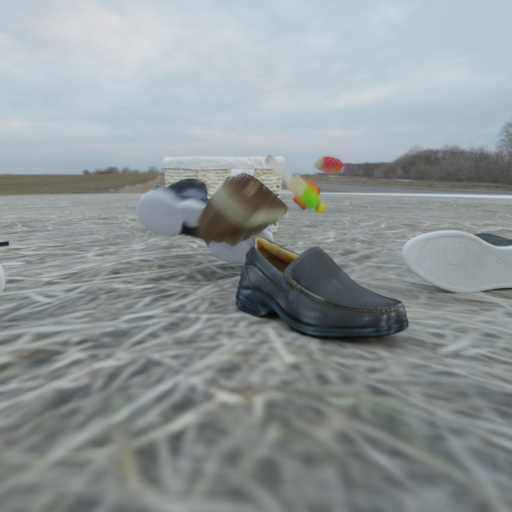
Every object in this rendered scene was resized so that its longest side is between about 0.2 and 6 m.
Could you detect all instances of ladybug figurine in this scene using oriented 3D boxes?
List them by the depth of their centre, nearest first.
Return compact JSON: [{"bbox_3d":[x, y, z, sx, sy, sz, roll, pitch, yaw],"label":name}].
[{"bbox_3d":[1.477,-1.842,11.246,0.610,0.219,0.414,6,43,-5],"label":"ladybug figurine"}]

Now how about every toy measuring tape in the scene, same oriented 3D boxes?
[{"bbox_3d":[0.662,-1.162,9.264,1.310,0.482,0.482,45,25,15],"label":"toy measuring tape"}]

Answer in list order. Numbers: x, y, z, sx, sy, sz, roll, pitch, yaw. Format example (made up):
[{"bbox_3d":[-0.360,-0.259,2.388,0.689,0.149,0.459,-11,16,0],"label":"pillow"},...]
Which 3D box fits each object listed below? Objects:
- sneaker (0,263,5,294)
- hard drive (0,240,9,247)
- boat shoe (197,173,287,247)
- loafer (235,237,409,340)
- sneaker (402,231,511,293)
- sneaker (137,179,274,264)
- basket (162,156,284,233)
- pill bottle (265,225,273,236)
[{"bbox_3d":[-4.120,0.476,5.611,2.965,1.123,1.142,-8,24,-17],"label":"sneaker"},{"bbox_3d":[-6.406,-0.293,13.356,0.811,0.133,0.566,4,9,27],"label":"hard drive"},{"bbox_3d":[-0.268,-0.651,8.452,0.953,0.954,2.580,43,13,9],"label":"boat shoe"},{"bbox_3d":[0.618,0.339,6.370,0.905,0.899,2.487,-6,11,-41],"label":"loafer"},{"bbox_3d":[3.191,0.056,8.707,2.517,0.890,1.249,3,5,-16],"label":"sneaker"},{"bbox_3d":[-0.844,-0.757,10.475,2.554,0.964,1.454,19,26,-5],"label":"sneaker"},{"bbox_3d":[-0.983,-1.795,16.328,2.760,2.240,2.785,-5,9,-30],"label":"basket"},{"bbox_3d":[0.090,-0.670,12.708,0.574,1.023,0.574,4,-18,1],"label":"pill bottle"}]
